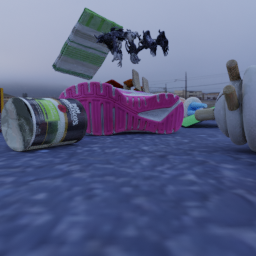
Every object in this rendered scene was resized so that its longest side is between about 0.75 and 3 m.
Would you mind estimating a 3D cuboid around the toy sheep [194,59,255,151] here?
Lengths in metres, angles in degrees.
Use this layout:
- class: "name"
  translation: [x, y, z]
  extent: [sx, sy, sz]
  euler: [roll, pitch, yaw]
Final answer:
- class: "toy sheep"
  translation: [1.966, -0.310, 3.943]
  extent: [2.080, 1.434, 1.434]
  euler: [0, 4, 32]

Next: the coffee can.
- class: "coffee can"
  translation: [-1.309, -0.085, 4.491]
  extent: [0.800, 0.800, 1.093]
  euler: [3, 6, 35]

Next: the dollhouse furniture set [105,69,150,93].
- class: "dollhouse furniture set"
  translation: [-0.226, -1.652, 13.835]
  extent: [2.935, 1.512, 2.903]
  euler: [-20, -26, 30]

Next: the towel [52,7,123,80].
- class: "towel"
  translation: [-1.658, -3.319, 11.487]
  extent: [2.081, 2.790, 0.428]
  euler: [7, 39, -47]

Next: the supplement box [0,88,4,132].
- class: "supplement box"
  translation: [-3.614, -0.423, 6.619]
  extent: [0.761, 1.130, 1.146]
  euler: [1, 5, 12]

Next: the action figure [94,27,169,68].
- class: "action figure"
  translation: [-0.028, -2.677, 9.296]
  extent: [2.547, 1.300, 1.514]
  euler: [15, 30, 37]

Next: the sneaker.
- class: "sneaker"
  translation: [-0.214, -0.398, 6.926]
  extent: [2.981, 1.213, 1.315]
  euler: [8, 1, -15]

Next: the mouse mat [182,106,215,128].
- class: "mouse mat"
  translation: [2.564, -0.427, 9.530]
  extent: [1.852, 0.087, 2.302]
  euler: [-21, 4, 1]

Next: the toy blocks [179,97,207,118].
- class: "toy blocks"
  translation: [1.824, -0.794, 11.920]
  extent: [2.448, 1.066, 2.937]
  euler: [-1, 5, -23]
